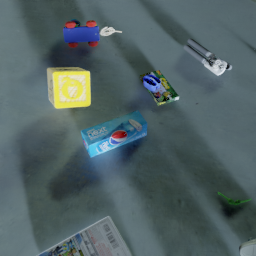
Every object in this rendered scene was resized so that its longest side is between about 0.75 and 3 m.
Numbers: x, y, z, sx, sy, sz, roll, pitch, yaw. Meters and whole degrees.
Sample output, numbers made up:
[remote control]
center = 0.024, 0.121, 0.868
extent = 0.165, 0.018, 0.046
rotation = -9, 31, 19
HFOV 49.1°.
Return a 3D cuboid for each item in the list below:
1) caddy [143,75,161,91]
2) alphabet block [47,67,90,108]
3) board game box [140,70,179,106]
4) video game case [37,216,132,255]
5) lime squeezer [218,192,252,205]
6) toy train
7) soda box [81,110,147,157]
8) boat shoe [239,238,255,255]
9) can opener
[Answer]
[caddy]
center = 1.005, -1.929, 11.743
extent = 0.573, 0.425, 0.810
rotation = -35, 58, -24
[alphabet block]
center = -2.266, -1.572, 10.638
extent = 1.365, 1.358, 1.390
rotation = -8, 21, -22
[board game box]
center = 1.318, -1.757, 12.002
extent = 0.987, 0.221, 1.884
rotation = -17, 52, -16
[video game case]
center = -0.882, 3.831, 7.186
extent = 2.229, 0.269, 2.446
rotation = -24, 54, -19
[lime squeezer]
center = 3.298, 2.234, 8.650
extent = 1.029, 0.194, 0.363
rotation = 9, 19, 9
[toy train]
center = -1.773, -4.988, 14.251
extent = 2.841, 1.203, 1.644
rotation = -4, 36, -3
[soda box]
center = -0.463, 0.181, 10.000
extent = 2.259, 0.725, 0.766
rotation = -21, 53, -16
[boat shoe]
center = 3.672, 3.220, 7.610
extent = 1.431, 0.528, 0.459
rotation = -9, 8, -4
[can opener]
center = 3.669, -3.315, 13.158
extent = 0.847, 0.671, 2.550
rotation = 0, 39, -49
